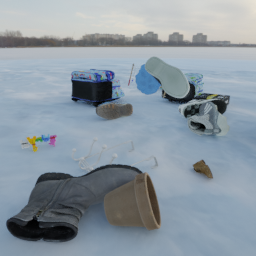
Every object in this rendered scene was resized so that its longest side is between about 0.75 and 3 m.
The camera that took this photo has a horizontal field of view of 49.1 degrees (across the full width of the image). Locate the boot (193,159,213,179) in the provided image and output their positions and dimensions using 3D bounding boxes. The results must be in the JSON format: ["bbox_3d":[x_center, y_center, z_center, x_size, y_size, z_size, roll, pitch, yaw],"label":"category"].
[{"bbox_3d":[1.873,1.071,7.009,0.332,0.324,0.881,-18,13,0],"label":"boot"}]

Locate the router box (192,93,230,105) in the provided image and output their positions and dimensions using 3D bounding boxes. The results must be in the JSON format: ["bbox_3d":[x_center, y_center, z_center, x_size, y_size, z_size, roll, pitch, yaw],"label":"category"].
[{"bbox_3d":[4.197,-1.346,14.102,1.413,0.469,1.797,11,21,31],"label":"router box"}]

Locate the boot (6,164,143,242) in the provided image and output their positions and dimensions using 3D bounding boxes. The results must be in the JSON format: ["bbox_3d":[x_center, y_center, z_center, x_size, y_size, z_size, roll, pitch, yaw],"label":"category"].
[{"bbox_3d":[-0.835,1.444,5.195,2.360,0.824,1.554,-10,20,5],"label":"boot"}]

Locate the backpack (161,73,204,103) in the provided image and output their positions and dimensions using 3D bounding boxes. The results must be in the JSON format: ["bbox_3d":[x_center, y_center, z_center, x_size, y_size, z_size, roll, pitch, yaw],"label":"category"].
[{"bbox_3d":[3.218,-2.204,15.254,1.931,1.820,2.367,7,3,39],"label":"backpack"}]

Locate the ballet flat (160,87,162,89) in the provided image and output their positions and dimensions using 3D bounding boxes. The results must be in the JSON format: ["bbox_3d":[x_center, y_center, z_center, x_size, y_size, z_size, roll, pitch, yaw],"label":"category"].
[{"bbox_3d":[2.794,-2.821,18.348,0.747,0.686,2.177,-9,20,-26],"label":"ballet flat"}]

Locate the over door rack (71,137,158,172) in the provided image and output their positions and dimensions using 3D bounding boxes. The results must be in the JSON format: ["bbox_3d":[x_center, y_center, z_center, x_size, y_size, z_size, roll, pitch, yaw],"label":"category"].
[{"bbox_3d":[-0.385,0.697,7.505,1.944,0.647,1.436,-9,21,-26],"label":"over door rack"}]

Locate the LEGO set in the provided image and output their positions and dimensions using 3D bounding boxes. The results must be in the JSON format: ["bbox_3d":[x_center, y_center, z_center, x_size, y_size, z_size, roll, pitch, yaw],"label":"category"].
[{"bbox_3d":[-2.755,0.491,8.617,1.134,0.465,0.432,-9,-11,-12],"label":"LEGO set"}]

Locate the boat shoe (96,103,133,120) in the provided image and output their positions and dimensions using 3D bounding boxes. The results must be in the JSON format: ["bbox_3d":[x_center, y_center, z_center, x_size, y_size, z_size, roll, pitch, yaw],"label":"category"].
[{"bbox_3d":[-0.644,-0.726,12.079,1.853,0.690,0.679,-3,6,-38],"label":"boat shoe"}]

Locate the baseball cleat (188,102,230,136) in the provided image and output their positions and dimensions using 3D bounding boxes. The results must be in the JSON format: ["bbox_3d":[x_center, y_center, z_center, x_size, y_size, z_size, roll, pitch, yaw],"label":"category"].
[{"bbox_3d":[2.833,-0.425,10.567,1.369,0.897,2.573,-1,17,-3],"label":"baseball cleat"}]

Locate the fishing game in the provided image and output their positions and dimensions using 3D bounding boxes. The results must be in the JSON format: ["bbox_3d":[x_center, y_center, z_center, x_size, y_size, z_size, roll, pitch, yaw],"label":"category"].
[{"bbox_3d":[0.990,-2.280,12.878,2.091,1.497,0.325,19,14,30],"label":"fishing game"}]

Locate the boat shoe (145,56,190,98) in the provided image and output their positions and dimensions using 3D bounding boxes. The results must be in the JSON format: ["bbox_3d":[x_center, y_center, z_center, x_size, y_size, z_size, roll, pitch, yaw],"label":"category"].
[{"bbox_3d":[1.192,-1.391,7.841,0.573,0.719,1.901,26,24,-45],"label":"boat shoe"}]

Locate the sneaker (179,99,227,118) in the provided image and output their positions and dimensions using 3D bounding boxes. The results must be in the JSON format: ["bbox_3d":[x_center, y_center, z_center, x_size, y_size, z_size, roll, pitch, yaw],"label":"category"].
[{"bbox_3d":[3.253,-0.946,12.321,2.165,0.802,0.958,-4,21,-14],"label":"sneaker"}]

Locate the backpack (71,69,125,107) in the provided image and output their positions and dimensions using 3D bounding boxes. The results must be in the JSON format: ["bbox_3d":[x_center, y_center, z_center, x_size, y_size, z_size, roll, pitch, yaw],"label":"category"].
[{"bbox_3d":[-1.470,-2.231,14.887,2.331,1.718,2.553,16,22,41],"label":"backpack"}]

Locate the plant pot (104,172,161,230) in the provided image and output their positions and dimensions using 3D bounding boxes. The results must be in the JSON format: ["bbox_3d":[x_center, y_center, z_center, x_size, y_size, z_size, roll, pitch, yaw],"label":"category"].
[{"bbox_3d":[0.055,1.384,5.069,0.874,1.002,1.002,-15,16,10],"label":"plant pot"}]
